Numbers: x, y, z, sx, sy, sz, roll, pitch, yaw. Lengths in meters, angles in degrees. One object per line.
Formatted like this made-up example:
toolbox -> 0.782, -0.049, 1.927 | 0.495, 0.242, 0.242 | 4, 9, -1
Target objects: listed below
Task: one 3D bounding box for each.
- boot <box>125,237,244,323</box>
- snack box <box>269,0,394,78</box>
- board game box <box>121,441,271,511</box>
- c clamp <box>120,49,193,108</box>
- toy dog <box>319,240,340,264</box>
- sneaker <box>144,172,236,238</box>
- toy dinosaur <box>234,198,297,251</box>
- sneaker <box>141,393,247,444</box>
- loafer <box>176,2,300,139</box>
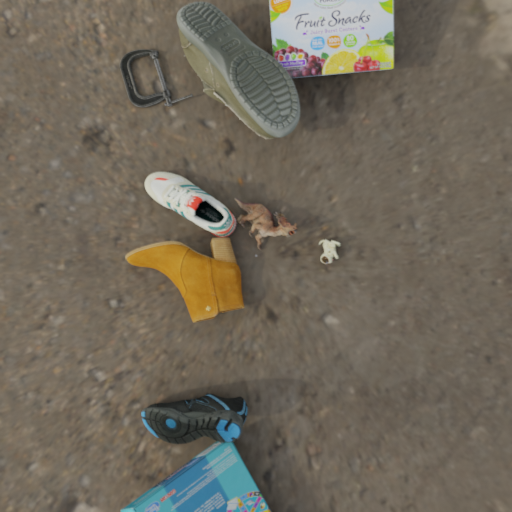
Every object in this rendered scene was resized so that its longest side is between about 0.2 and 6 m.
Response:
boot -> -1.427, 0.541, 11.292 | 2.272, 0.799, 1.627 | -7, 78, -6
snack box -> 1.564, -4.708, 11.691 | 2.487, 0.659, 1.769 | -4, 108, 5
board game box -> -0.698, 5.236, 10.092 | 2.258, 0.702, 2.991 | -24, 81, -39
c clamp -> -2.264, -3.896, 12.297 | 1.315, 0.208, 1.539 | -24, 84, 2
toy dog -> 1.503, -0.072, 11.639 | 0.475, 0.342, 0.490 | 18, 85, 1
sneaker -> -1.356, -1.156, 11.455 | 2.147, 1.004, 0.756 | 33, 83, 4
toy dinosaur -> 0.166, -0.761, 11.612 | 0.922, 0.584, 1.361 | -39, 81, -4
sneaker -> -1.194, 3.160, 11.007 | 2.146, 0.879, 0.785 | 0, 114, 16
loafer -> -0.387, -3.757, 11.768 | 1.318, 1.220, 3.504 | -32, 77, -21
